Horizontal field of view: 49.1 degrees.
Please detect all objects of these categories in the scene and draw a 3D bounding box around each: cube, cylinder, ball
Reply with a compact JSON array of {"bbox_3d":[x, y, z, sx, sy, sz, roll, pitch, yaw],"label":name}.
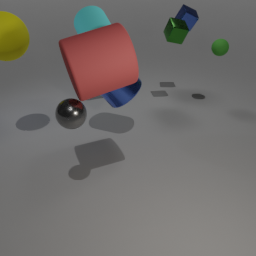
[{"bbox_3d":[1.947,-3.935,11.362,0.700,0.700,0.700,4,52,-19],"label":"cube"},{"bbox_3d":[-1.358,-3.994,11.461,1.400,1.400,1.400,-12,56,-21],"label":"cylinder"},{"bbox_3d":[2.559,-4.800,12.221,0.700,0.700,0.700,16,47,-20],"label":"cube"},{"bbox_3d":[-0.476,-1.656,9.681,1.400,1.400,1.400,-32,30,21],"label":"cylinder"},{"bbox_3d":[-0.662,-1.482,6.328,1.400,1.400,1.400,-21,33,-10],"label":"cylinder"},{"bbox_3d":[3.830,-3.348,11.638,0.700,0.700,0.700,0,29,0],"label":"ball"},{"bbox_3d":[-3.640,-2.688,8.250,1.400,1.400,1.400,0,29,0],"label":"ball"},{"bbox_3d":[-1.280,-0.319,6.310,0.700,0.700,0.700,0,29,0],"label":"ball"}]
